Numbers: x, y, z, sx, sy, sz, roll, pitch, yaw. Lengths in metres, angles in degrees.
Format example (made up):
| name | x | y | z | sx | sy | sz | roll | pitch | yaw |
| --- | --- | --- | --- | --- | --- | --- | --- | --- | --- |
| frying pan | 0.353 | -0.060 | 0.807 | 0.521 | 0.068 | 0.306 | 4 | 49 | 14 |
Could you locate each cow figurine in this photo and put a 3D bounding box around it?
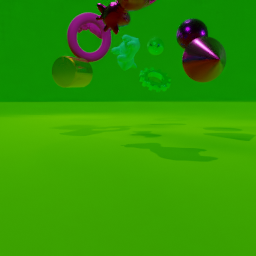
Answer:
| name | x | y | z | sx | sy | sz | roll | pitch | yaw |
| --- | --- | --- | --- | --- | --- | --- | --- | --- | --- |
| cow figurine | -0.044 | -2.850 | 6.200 | 1.532 | 0.855 | 1.557 | -34 | 0 | 2 |
| cow figurine | 0.033 | -2.214 | 8.312 | 1.086 | 0.606 | 1.104 | -10 | -29 | -53 |
| cow figurine | -1.289 | -3.734 | 10.477 | 0.641 | 1.168 | 1.150 | -37 | 13 | 48 |

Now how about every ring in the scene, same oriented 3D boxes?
| name | x | y | z | sx | sy | sz | roll | pitch | yaw |
| --- | --- | --- | --- | --- | --- | --- | --- | --- | --- |
| ring | -1.320 | -3.124 | 9.727 | 1.641 | 1.641 | 0.328 | -4 | 18 | -32 |

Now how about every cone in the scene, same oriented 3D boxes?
| name | x | y | z | sx | sy | sz | roll | pitch | yaw |
| --- | --- | --- | --- | --- | --- | --- | --- | --- | --- |
| cone | 2.218 | -1.817 | 7.457 | 1.285 | 1.285 | 1.289 | 0 | 13 | -2 |

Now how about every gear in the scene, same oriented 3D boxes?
| name | x | y | z | sx | sy | sz | roll | pitch | yaw |
| --- | --- | --- | --- | --- | --- | --- | --- | --- | --- |
| gear | 1.052 | -1.893 | 10.885 | 1.235 | 0.228 | 1.235 | 9 | 46 | -9 |

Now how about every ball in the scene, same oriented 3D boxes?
| name | x | y | z | sx | sy | sz | roll | pitch | yaw |
| --- | --- | --- | --- | --- | --- | --- | --- | --- | --- |
| ball | 2.236 | -3.240 | 9.771 | 1.097 | 1.097 | 1.097 | 0 | 6 | 0 |
| ball | 1.134 | -3.338 | 11.452 | 0.706 | 0.706 | 0.706 | 0 | 6 | 0 |

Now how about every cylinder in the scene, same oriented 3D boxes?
| name | x | y | z | sx | sy | sz | roll | pitch | yaw |
| --- | --- | --- | --- | --- | --- | --- | --- | --- | --- |
| cylinder | -1.635 | -1.647 | 8.295 | 0.878 | 0.878 | 0.878 | 3 | 9 | 25 |
